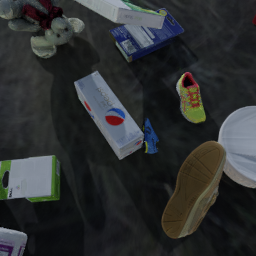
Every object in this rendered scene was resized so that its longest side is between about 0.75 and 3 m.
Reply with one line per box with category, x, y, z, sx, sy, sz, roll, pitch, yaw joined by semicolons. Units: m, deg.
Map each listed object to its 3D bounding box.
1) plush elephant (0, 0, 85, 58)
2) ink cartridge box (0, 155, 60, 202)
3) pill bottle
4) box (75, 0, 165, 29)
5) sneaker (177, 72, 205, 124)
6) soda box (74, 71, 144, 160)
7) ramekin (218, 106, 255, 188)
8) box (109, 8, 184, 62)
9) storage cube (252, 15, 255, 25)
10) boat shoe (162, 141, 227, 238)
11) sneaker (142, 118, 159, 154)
plush elephant;-2.753;-3.715;9.601;2.092;2.702;2.225;38;81;-6
ink cartridge box;-2.702;1.430;7.718;1.537;0.582;1.136;-5;64;-1
pill bottle;-3.262;3.491;6.241;1.346;1.346;2.398;9;63;4
box;-0.342;-3.820;8.850;1.852;0.466;2.567;-10;40;-40
sneaker;1.982;-0.971;8.806;0.694;0.801;1.775;-14;65;-8
soda box;-0.601;-0.414;8.462;0.842;0.901;2.644;-29;67;-14
ramekin;3.566;0.622;7.845;2.295;1.069;2.295;0;63;0
box;0.696;-3.445;10.279;2.388;0.387;1.446;-27;67;-12
storage cube;5.853;-4.381;10.063;1.822;1.638;1.557;42;70;18
boat shoe;1.413;1.252;5.676;0.695;2.155;0.768;13;20;-36
sneaker;0.674;0.231;8.461;0.450;0.378;1.148;1;64;-9
